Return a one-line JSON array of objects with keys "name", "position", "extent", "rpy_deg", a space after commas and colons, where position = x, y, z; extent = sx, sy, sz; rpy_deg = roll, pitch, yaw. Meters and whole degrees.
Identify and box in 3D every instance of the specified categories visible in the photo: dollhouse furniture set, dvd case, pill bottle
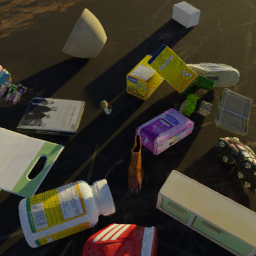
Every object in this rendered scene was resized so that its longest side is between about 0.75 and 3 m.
[{"name": "dollhouse furniture set", "position": [3.073, -0.655, 10.010], "extent": [2.276, 1.142, 1.491], "rpy_deg": [22, 71, -5]}, {"name": "dvd case", "position": [-2.689, -0.441, 9.978], "extent": [2.037, 0.252, 1.531], "rpy_deg": [6, 50, 4]}, {"name": "pill bottle", "position": [-1.508, 2.084, 7.199], "extent": [2.196, 1.238, 1.238], "rpy_deg": [-17, 52, -13]}]

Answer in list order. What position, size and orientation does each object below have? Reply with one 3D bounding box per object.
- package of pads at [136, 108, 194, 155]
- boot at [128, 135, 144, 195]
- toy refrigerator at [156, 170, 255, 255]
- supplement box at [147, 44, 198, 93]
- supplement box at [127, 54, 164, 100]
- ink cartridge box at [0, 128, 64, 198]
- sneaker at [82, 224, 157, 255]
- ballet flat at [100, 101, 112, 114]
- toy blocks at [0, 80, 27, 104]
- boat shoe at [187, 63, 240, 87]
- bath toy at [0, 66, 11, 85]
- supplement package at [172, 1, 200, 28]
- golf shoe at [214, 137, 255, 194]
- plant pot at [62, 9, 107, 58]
[{"name": "package of pads", "position": [1.187, 0.068, 9.028], "extent": [1.685, 0.637, 1.015], "rpy_deg": [-29, 46, -28]}, {"name": "boot", "position": [0.190, 0.866, 7.926], "extent": [0.519, 1.516, 1.428], "rpy_deg": [4, 30, 10]}, {"name": "toy refrigerator", "position": [2.060, 2.242, 7.210], "extent": [2.601, 0.987, 0.910], "rpy_deg": [27, 57, 20]}, {"name": "supplement box", "position": [1.531, -2.088, 9.878], "extent": [1.584, 0.867, 0.862], "rpy_deg": [42, 13, -8]}, {"name": "supplement box", "position": [0.749, -1.995, 10.870], "extent": [0.887, 0.892, 1.630], "rpy_deg": [26, 54, 21]}, {"name": "ink cartridge box", "position": [-3.480, 1.072, 8.442], "extent": [2.647, 0.635, 1.926], "rpy_deg": [15, 51, 13]}, {"name": "sneaker", "position": [-0.343, 3.521, 6.266], "extent": [1.698, 1.152, 2.939], "rpy_deg": [4, 37, 14]}, {"name": "ballet flat", "position": [-0.731, -0.670, 9.749], "extent": [0.313, 0.923, 0.334], "rpy_deg": [-17, 76, 6]}, {"name": "toy blocks", "position": [-4.395, -1.282, 10.545], "extent": [0.776, 0.699, 0.831], "rpy_deg": [28, 24, -13]}, {"name": "boat shoe", "position": [3.019, -2.115, 11.114], "extent": [2.576, 0.899, 0.917], "rpy_deg": [4, 28, 7]}, {"name": "bath toy", "position": [-5.339, -2.333, 11.375], "extent": [1.515, 0.560, 0.659], "rpy_deg": [38, 31, 27]}, {"name": "supplement package", "position": [2.922, -5.726, 14.130], "extent": [0.725, 0.722, 1.235], "rpy_deg": [-26, 55, -21]}, {"name": "golf shoe", "position": [3.610, 1.044, 8.384], "extent": [0.939, 0.823, 2.133], "rpy_deg": [-14, 54, -31]}, {"name": "plant pot", "position": [-1.717, -3.792, 11.945], "extent": [1.356, 2.020, 2.020], "rpy_deg": [29, 48, -17]}]
